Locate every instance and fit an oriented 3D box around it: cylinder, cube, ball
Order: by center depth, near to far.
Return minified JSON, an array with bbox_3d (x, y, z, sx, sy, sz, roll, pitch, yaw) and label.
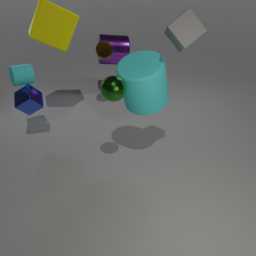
[{"bbox_3d":[1.441,-2.451,7.116,0.700,0.700,0.700,-39,4,4],"label":"cube"},{"bbox_3d":[-0.396,-1.057,7.540,0.700,0.700,0.700,0,30,0],"label":"ball"},{"bbox_3d":[0.465,-1.335,8.362,1.400,1.400,1.400,-8,47,8],"label":"cylinder"},{"bbox_3d":[-3.711,-1.853,9.798,0.700,0.700,0.700,-16,34,-31],"label":"cylinder"},{"bbox_3d":[-3.525,-0.996,9.960,0.700,0.700,0.700,-26,58,17],"label":"cube"},{"bbox_3d":[-2.830,-3.905,10.568,1.400,1.400,1.400,17,18,-26],"label":"cube"},{"bbox_3d":[-0.984,-3.230,11.705,0.700,0.700,0.700,-2,7,-3],"label":"cylinder"},{"bbox_3d":[-0.720,-3.821,13.702,1.400,1.400,1.400,-1,30,-12],"label":"cylinder"}]
